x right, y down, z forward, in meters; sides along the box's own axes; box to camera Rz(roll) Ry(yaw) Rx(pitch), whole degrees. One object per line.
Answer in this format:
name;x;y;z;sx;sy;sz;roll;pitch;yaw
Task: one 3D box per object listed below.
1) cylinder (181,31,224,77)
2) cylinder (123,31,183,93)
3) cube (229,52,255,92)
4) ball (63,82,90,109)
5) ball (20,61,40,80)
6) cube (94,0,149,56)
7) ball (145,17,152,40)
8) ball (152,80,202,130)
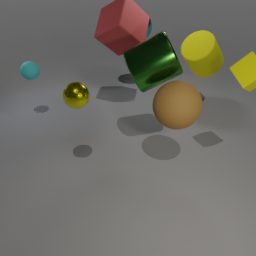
cylinder;3.073;-3.019;11.550;1.400;1.400;1.400;27;-3;37
cylinder;0.770;-2.003;8.592;1.400;1.400;1.400;-25;29;12
cube;3.309;-1.497;7.544;0.700;0.700;0.700;4;55;-53
ball;-1.342;-0.846;7.274;0.700;0.700;0.700;0;31;0
ball;-3.708;-2.167;10.607;0.700;0.700;0.700;0;31;0
cube;-0.221;-3.874;10.738;1.400;1.400;1.400;-7;-25;43
ball;0.416;-4.685;12.948;1.400;1.400;1.400;0;31;0
ball;1.404;-0.654;8.021;1.400;1.400;1.400;0;31;0
